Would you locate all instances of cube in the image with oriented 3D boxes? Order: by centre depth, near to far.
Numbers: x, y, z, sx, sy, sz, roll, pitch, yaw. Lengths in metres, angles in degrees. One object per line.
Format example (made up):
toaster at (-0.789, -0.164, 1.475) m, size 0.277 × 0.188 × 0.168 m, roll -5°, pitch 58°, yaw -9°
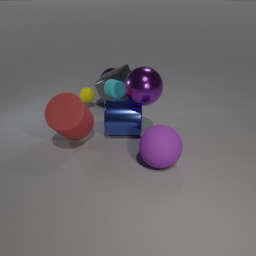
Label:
cube at (-0.496, -1.938, 13.232) m, size 1.400 × 1.400 × 1.400 m, roll -17°, pitch 24°, yaw 27°

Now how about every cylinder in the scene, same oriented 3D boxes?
cylinder at (-2.061, -0.381, 10.075) m, size 1.400 × 1.400 × 1.400 m, roll 5°, pitch -15°, yaw 9°
cylinder at (-0.167, -0.409, 10.921) m, size 1.400 × 1.400 × 1.400 m, roll 1°, pitch 28°, yaw 1°
cylinder at (-0.551, -1.626, 11.591) m, size 0.700 × 0.700 × 0.700 m, roll -15°, pitch 24°, yaw -26°

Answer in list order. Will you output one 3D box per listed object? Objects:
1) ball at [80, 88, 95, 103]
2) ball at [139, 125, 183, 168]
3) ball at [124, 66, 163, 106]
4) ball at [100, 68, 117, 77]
ball at (-1.928, -1.553, 13.208) m, size 0.700 × 0.700 × 0.700 m, roll 0°, pitch 28°, yaw 0°
ball at (1.053, 0.594, 9.040) m, size 1.400 × 1.400 × 1.400 m, roll 0°, pitch 28°, yaw 0°
ball at (0.565, -1.492, 10.041) m, size 1.400 × 1.400 × 1.400 m, roll 0°, pitch 28°, yaw 0°
ball at (-0.806, -2.454, 14.762) m, size 1.400 × 1.400 × 1.400 m, roll 0°, pitch 28°, yaw 0°
